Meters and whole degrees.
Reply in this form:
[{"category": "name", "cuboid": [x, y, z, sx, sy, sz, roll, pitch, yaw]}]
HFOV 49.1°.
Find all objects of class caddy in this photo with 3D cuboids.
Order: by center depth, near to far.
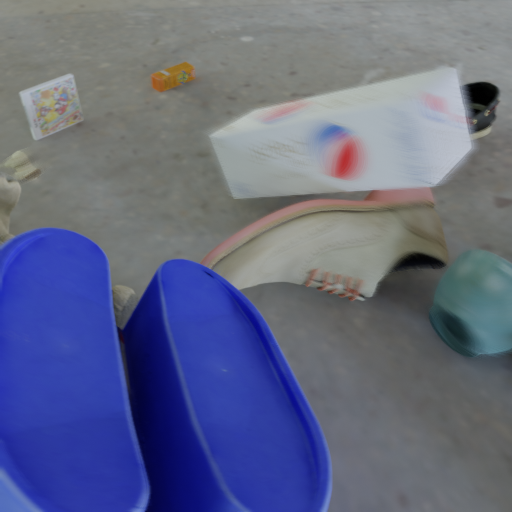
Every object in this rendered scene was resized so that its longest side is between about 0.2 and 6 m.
[{"category": "caddy", "cuboid": [-1.325, 1.716, 5.239, 3.126, 2.321, 4.422, 16, 25, -28]}]

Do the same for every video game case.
[{"category": "video game case", "cuboid": [-4.201, -3.078, 11.589, 0.133, 1.058, 1.162, 33, 52, 30]}]

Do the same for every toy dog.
[{"category": "toy dog", "cuboid": [-4.101, -1.578, 9.987, 0.541, 0.525, 0.378, 48, 38, -2]}]

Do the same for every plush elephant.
[{"category": "plush elephant", "cuboid": [-3.296, 0.357, 6.907, 3.116, 2.413, 2.566, 18, 46, 18]}]

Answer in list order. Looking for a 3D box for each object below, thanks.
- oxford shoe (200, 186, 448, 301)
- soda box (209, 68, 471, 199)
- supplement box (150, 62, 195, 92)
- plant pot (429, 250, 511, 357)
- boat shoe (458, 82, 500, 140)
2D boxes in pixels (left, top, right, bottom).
[{"category": "oxford shoe", "cuboid": [1.088, 0.001, 8.018, 3.798, 1.344, 1.402, -16, 73, -13]}, {"category": "soda box", "cuboid": [1.130, -1.774, 8.724, 3.888, 1.238, 1.324, 3, 33, 45]}, {"category": "supplement box", "cuboid": [-1.981, -4.287, 13.401, 1.069, 0.356, 0.368, -35, 53, -31]}, {"category": "plant pot", "cuboid": [2.887, 0.743, 7.375, 0.922, 1.376, 1.376, -35, 53, -17]}, {"category": "boat shoe", "cuboid": [3.571, -2.653, 11.213, 3.230, 1.012, 1.182, -26, 50, -23]}]
